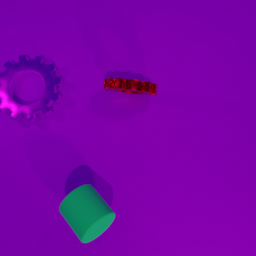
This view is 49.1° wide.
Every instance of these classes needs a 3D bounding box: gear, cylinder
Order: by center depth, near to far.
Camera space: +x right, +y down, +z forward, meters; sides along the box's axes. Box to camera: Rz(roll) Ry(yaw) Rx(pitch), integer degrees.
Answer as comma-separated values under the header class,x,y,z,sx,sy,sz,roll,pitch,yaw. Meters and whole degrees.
class,x,y,z,sx,sy,sz,roll,pitch,yaw
cylinder,-1.066,2.224,7.340,1.068,1.068,1.068,-43,63,-6
gear,0.075,-1.169,8.012,1.514,1.514,0.280,6,92,1
gear,-3.045,-1.196,8.583,2.053,0.380,2.053,0,80,0
